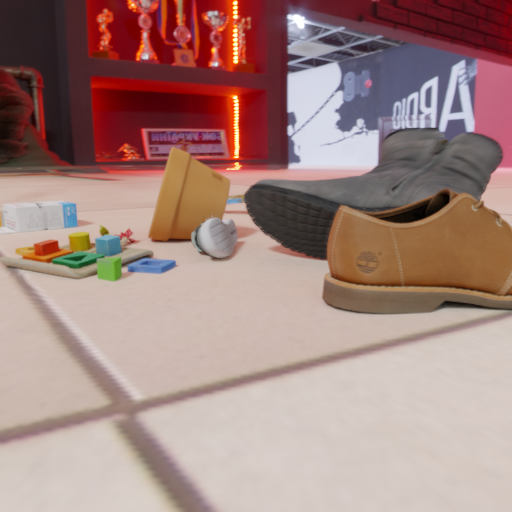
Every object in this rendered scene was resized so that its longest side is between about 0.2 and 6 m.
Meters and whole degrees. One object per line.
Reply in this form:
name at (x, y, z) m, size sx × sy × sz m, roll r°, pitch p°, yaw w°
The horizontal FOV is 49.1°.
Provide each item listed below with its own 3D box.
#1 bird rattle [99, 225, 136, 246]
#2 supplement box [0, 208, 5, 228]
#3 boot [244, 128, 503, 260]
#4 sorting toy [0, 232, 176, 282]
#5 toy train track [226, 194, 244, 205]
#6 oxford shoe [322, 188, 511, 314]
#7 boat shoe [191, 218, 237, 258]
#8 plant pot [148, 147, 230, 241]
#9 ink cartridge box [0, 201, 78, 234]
bird rattle at (-2.449, -0.271, 9.789) m, size 0.674 × 0.380 × 0.549 m, roll 11°, pitch 20°, yaw -15°
supplement box at (-5.312, -0.880, 12.368) m, size 0.633 × 0.369 × 1.005 m, roll 12°, pitch 16°, yaw 42°
boot at (1.759, -1.050, 8.544) m, size 3.475 × 1.213 × 2.288 m, roll 14°, pitch 53°, yaw 17°
sorting toy at (-2.620, -0.075, 8.264) m, size 2.963 × 0.404 × 1.669 m, roll 6°, pitch 13°, yaw 31°
toy train track at (0.299, -1.241, 13.868) m, size 3.923 × 0.638 × 2.250 m, roll -3°, pitch 17°, yaw 17°
oxford shoe at (2.541, -0.114, 6.366) m, size 3.599 × 1.283 × 1.284 m, roll -1°, pitch 10°, yaw -15°
boat shoe at (-0.721, -0.243, 8.946) m, size 0.614 × 0.624 × 1.732 m, roll -17°, pitch 2°, yaw 10°
plant pot at (-1.196, -0.989, 10.231) m, size 1.187 × 1.696 × 1.696 m, roll 16°, pitch 9°, yaw -11°
ink cartridge box at (-4.678, -0.830, 11.740) m, size 1.571 × 0.524 × 0.910 m, roll -9°, pitch 15°, yaw -39°
